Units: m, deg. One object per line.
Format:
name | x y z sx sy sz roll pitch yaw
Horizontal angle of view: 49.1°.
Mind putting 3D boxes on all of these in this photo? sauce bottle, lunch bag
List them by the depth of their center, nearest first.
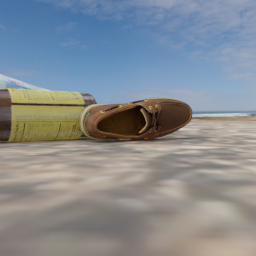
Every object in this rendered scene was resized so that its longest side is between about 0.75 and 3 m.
sauce bottle | -1.924 -0.230 4.705 2.836 0.918 0.918 1 1 -33
lunch bag | -2.858 -0.728 7.261 2.061 0.991 2.570 17 3 -32

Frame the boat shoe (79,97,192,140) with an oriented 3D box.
boat shoe | 0.263 -0.118 4.976 2.169 0.781 0.733 -6 10 -22
